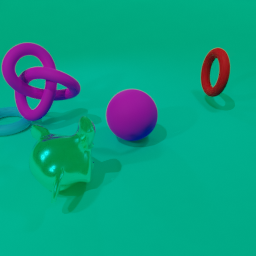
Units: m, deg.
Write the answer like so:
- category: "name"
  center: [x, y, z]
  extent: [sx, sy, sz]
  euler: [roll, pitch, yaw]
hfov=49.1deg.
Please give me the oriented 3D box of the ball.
- category: "ball"
  center: [0.097, -0.318, 6.900]
  extent: [1.273, 1.273, 1.273]
  euler: [0, 30, 0]

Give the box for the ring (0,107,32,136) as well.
- category: "ring"
  center: [-3.341, -0.213, 7.721]
  extent: [1.381, 0.276, 1.381]
  euler: [1, 30, 0]

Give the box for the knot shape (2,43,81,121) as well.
- category: "knot shape"
  center: [-2.133, -1.115, 7.190]
  extent: [1.829, 1.955, 0.903]
  euler: [6, 31, -2]

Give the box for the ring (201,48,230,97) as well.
- category: "ring"
  center: [2.590, -1.655, 8.394]
  extent: [0.289, 1.446, 1.446]
  euler: [1, 29, -11]

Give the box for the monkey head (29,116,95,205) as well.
- category: "monkey head"
  center: [-1.266, 0.455, 5.418]
  extent: [1.201, 1.434, 1.993]
  euler: [-3, 40, -30]
